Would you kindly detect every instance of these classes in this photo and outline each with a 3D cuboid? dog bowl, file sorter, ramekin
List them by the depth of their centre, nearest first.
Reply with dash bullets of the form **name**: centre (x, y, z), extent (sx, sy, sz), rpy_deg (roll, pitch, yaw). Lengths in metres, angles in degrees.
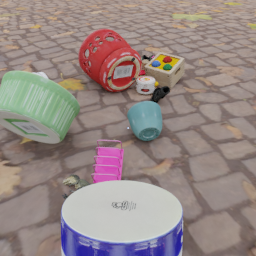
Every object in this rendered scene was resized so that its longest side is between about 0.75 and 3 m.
- **dog bowl**: centre (-0.127, 2.140, 6.128), extent (2.629, 1.035, 2.629), rpy_deg (1, 13, 0)
- **file sorter**: centre (-0.600, 1.003, 8.342), extent (0.811, 0.732, 1.167), rpy_deg (3, 60, 5)
- **ramekin**: centre (-3.069, -0.540, 9.230), extent (2.679, 2.679, 1.309), rpy_deg (11, 66, 15)

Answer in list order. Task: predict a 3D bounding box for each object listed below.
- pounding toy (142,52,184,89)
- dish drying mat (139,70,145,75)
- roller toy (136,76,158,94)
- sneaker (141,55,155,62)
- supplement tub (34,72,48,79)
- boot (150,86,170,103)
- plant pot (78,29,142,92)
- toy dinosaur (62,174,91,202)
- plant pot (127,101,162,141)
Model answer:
- **pounding toy**: centre (1.635, -3.253, 14.177), extent (2.327, 1.065, 2.044), rpy_deg (23, 55, 29)
- **dish drying mat**: centre (0.531, -2.926, 14.936), extent (1.311, 0.119, 0.504), rpy_deg (-11, 37, -17)
- **roller toy**: centre (0.841, -2.024, 13.106), extent (0.889, 0.681, 0.975), rpy_deg (-23, 39, -33)
- **sneaker**: centre (1.404, -3.581, 15.330), extent (1.727, 0.724, 0.663), rpy_deg (22, 41, 28)
- **supplement tub**: centre (-4.349, -1.721, 12.256), extent (1.194, 1.194, 1.650), rpy_deg (28, 44, 34)
- **boot**: centre (1.482, -1.598, 12.313), extent (0.448, 0.891, 1.191), rpy_deg (36, 42, -10)
- **plant pot**: centre (-0.774, -3.031, 13.137), extent (2.477, 2.477, 2.255), rpy_deg (-20, 51, -26)
- **toy dinosaur**: centre (-1.136, 1.909, 7.714), extent (2.249, 0.534, 0.991), rpy_deg (24, 35, 25)
- **plant pot**: centre (0.664, -0.162, 10.079), extent (1.269, 1.269, 1.018), rpy_deg (-5, 52, -7)
